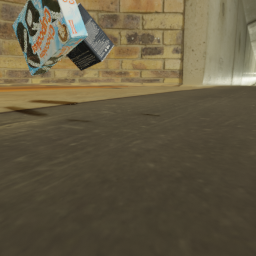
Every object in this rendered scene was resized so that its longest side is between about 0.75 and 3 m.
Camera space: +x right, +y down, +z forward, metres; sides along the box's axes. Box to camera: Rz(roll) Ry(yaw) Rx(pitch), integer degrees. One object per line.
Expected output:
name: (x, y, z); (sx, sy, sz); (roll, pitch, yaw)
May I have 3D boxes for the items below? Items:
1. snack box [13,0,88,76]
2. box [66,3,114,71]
snack box: (-2.328, -2.786, 7.949); (0.551, 1.724, 2.968); (-23, 4, -39)
box: (-1.955, -3.654, 11.519); (1.587, 2.138, 1.145); (-8, 45, 47)
